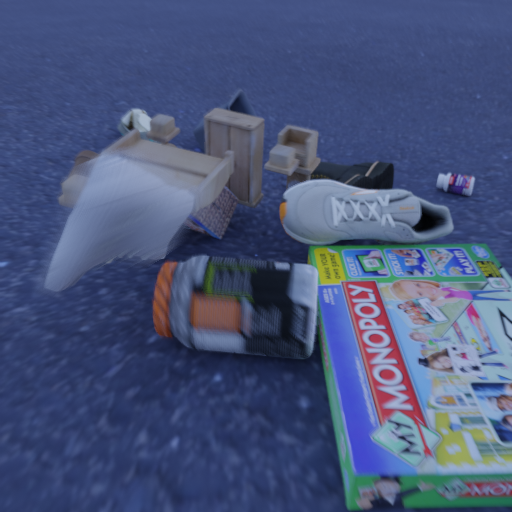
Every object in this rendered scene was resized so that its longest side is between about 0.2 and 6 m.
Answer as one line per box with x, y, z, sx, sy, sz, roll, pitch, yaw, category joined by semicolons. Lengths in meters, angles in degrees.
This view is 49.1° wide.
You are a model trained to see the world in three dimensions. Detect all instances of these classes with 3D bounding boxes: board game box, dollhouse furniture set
-1.521;-1.186;10.695;1.828;1.457;0.885;18;79;28;board game box
2.434;1.257;7.732;3.052;0.660;4.535;0;32;-2;board game box
-0.937;-0.978;9.762;3.066;1.755;3.595;17;41;19;dollhouse furniture set

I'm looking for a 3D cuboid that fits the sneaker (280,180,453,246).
1.922;-0.756;9.405;3.090;1.170;1.421;2;-6;-25;sneaker

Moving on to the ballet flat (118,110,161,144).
-3.071;-3.444;14.989;0.952;0.900;2.825;-10;33;-21;ballet flat

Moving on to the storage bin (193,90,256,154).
-0.772;-3.324;14.672;1.242;1.346;1.850;-19;26;23;storage bin

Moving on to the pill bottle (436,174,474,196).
4.447;-1.605;12.518;0.752;0.419;0.419;14;35;21;pill bottle

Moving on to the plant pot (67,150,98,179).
-3.754;-1.715;12.401;0.941;0.941;0.821;14;54;21;plant pot

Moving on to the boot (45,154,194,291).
-1.831;-0.148;7.343;1.295;2.710;0.997;23;52;-21;boot

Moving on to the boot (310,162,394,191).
1.456;-1.307;11.648;2.018;1.130;2.918;11;22;28;boot

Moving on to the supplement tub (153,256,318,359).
-0.258;0.701;7.926;2.183;1.338;1.338;6;32;5;supplement tub
